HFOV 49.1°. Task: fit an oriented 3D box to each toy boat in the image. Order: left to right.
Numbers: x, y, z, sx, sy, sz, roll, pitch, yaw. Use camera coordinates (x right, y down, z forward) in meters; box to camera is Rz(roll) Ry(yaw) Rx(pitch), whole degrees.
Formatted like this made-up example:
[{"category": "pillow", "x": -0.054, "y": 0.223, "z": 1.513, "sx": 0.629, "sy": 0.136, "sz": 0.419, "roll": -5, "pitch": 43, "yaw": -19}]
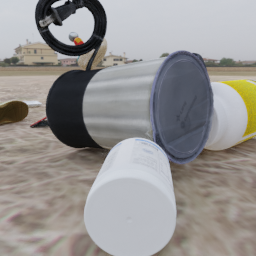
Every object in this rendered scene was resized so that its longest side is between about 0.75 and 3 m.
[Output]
[{"category": "toy boat", "x": -1.484, "y": -2.907, "z": 10.172, "sx": 0.772, "sy": 1.397, "sz": 1.662, "roll": 48, "pitch": 11, "yaw": 21}]

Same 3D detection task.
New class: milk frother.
[{"category": "milk frother", "x": -0.208, "y": -1.053, "z": 4.873, "sx": 2.687, "sy": 2.856, "sz": 2.578, "roll": 2, "pitch": 55, "yaw": 44}]

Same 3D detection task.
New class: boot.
[{"category": "boot", "x": -4.238, "y": -0.500, "z": 8.685, "sx": 1.483, "sy": 0.691, "sz": 1.918, "roll": 6, "pitch": 15, "yaw": 26}]

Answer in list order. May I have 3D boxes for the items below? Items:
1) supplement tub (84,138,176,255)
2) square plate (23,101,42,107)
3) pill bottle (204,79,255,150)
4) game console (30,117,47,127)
[{"category": "supplement tub", "x": 0.066, "y": 0.666, "z": 3.107, "sx": 0.868, "sy": 0.868, "sz": 1.316, "roll": 1, "pitch": 14, "yaw": 6}, {"category": "square plate", "x": -4.421, "y": -1.018, "z": 12.096, "sx": 1.153, "sy": 0.164, "sz": 1.142, "roll": -7, "pitch": 14, "yaw": -30}, {"category": "pill bottle", "x": 2.125, "y": -0.318, "z": 6.152, "sx": 2.535, "sy": 1.425, "sz": 1.425, "roll": -12, "pitch": 17, "yaw": -44}, {"category": "game console", "x": -2.165, "y": -0.175, "z": 8.506, "sx": 1.062, "sy": 0.731, "sz": 1.232, "roll": 31, "pitch": 13, "yaw": -5}]
